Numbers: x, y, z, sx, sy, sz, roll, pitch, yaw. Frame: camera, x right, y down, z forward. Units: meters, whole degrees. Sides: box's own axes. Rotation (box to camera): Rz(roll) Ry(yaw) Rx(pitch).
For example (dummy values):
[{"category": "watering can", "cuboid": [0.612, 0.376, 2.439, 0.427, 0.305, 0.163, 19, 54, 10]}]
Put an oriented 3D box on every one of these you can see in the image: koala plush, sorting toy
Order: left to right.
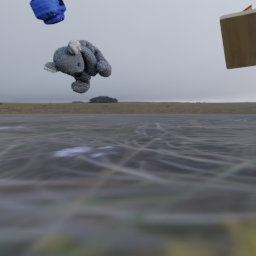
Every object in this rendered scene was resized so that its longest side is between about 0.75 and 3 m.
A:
[{"category": "koala plush", "cuboid": [-2.081, -2.540, 10.689, 1.909, 1.979, 2.153, -31, -7, 24]}, {"category": "sorting toy", "cuboid": [3.602, -2.627, 7.828, 1.796, 0.629, 1.807, -3, -37, 24]}]

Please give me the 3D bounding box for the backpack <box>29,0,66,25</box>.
[{"category": "backpack", "cuboid": [-2.120, -3.218, 7.563, 0.746, 0.771, 0.919, -19, 16, 16]}]
